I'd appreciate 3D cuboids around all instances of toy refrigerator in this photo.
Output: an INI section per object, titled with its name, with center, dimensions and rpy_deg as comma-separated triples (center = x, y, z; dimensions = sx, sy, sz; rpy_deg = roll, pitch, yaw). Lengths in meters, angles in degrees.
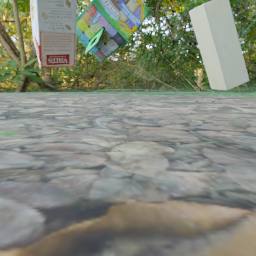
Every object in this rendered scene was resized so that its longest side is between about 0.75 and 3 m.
[toy refrigerator]
center = 2.584, -2.321, 7.869
dimensions = 0.825, 2.358, 0.895
rpy_deg = -23, 14, -8

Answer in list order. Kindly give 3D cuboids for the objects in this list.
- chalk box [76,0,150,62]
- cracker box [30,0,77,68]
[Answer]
[chalk box]
center = -0.704, -3.379, 9.116
dimensions = 1.584, 1.576, 2.546
rpy_deg = -23, 28, 48
[cracker box]
center = -1.264, -2.281, 4.556
dimensions = 0.636, 2.206, 1.477
rpy_deg = -7, 37, -20
